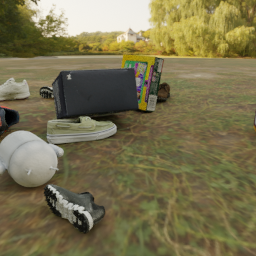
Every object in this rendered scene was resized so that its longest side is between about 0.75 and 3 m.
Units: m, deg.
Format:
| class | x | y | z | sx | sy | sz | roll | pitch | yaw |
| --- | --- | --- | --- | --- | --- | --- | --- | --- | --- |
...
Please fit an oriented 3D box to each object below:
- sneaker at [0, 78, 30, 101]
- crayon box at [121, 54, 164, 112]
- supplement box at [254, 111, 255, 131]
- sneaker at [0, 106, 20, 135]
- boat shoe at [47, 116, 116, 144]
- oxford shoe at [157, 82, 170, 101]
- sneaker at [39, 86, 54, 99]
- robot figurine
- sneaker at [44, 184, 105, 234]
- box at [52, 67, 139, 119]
| class | x | y | z | sx | sy | sz | roll | pitch | yaw |
| --- | --- | --- | --- | --- | --- | --- | --- | --- | --- |
| sneaker | -5.907 | -1.865 | 13.522 | 2.153 | 1.072 | 0.806 | -11 | 21 | -26 |
| crayon box | 0.437 | -1.909 | 11.734 | 0.628 | 2.154 | 1.858 | 2 | 12 | -44 |
| supplement box | 5.093 | -0.188 | 8.308 | 2.293 | 0.982 | 1.265 | 5 | 18 | 15 |
| sneaker | -4.245 | -0.133 | 8.013 | 1.201 | 1.065 | 2.841 | 0 | 17 | 16 |
| boat shoe | -1.322 | -0.001 | 8.277 | 2.117 | 0.657 | 0.762 | -9 | 20 | -26 |
| oxford shoe | 1.641 | -1.792 | 13.695 | 0.724 | 0.840 | 1.991 | 6 | 20 | 14 |
| sneaker | -3.667 | -1.727 | 14.104 | 1.687 | 0.622 | 0.675 | 10 | 4 | 17 |
| robot figurine | -2.087 | 0.625 | 5.814 | 1.414 | 0.942 | 1.668 | -20 | 26 | -35 |
| sneaker | -0.888 | 1.268 | 4.704 | 1.308 | 0.435 | 0.592 | 20 | 23 | 39 |
| box | -1.210 | -1.122 | 9.619 | 2.378 | 1.420 | 2.418 | -7 | 2 | -21 |
